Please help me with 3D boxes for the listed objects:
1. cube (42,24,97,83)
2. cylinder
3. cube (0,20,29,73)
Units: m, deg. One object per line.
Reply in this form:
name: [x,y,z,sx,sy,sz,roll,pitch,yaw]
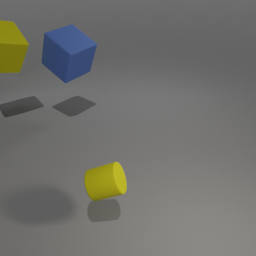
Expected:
cube: [-2.269,-2.852,10.738,1.400,1.400,1.400,40,48,14]
cylinder: [-0.475,1.150,6.024,0.700,0.700,0.700,-17,27,14]
cube: [-4.786,-3.019,10.402,1.400,1.400,1.400,-13,58,-46]
